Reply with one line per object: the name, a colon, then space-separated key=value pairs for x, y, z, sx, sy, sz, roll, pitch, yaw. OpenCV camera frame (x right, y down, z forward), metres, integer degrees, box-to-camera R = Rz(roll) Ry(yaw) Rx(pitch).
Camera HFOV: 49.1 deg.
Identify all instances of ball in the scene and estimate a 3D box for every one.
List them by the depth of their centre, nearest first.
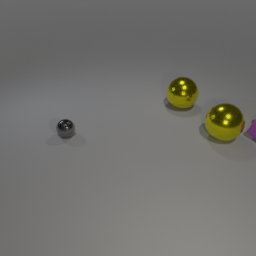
ball: x=3.550 y=-0.222 z=10.294 sx=1.400 sy=1.400 sz=1.400 roll=0 pitch=33 yaw=0
ball: x=-2.353 y=0.008 z=10.576 sx=0.700 sy=0.700 sz=0.700 roll=0 pitch=33 yaw=0
ball: x=2.388 y=-1.544 z=12.305 sx=1.400 sy=1.400 sz=1.400 roll=0 pitch=33 yaw=0

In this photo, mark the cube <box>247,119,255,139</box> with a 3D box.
cube: x=4.992 y=0.017 z=10.283 sx=0.700 sy=0.700 sz=0.700 roll=-23 pitch=57 yaw=-27
